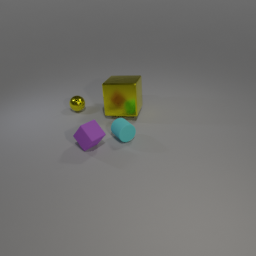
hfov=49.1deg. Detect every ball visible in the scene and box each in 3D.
[{"bbox_3d":[-2.223,-1.079,12.293,0.700,0.700,0.700,0,31,0],"label":"ball"}]

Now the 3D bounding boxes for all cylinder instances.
[{"bbox_3d":[-0.180,0.069,10.390,0.700,0.700,0.700,-17,31,-25],"label":"cylinder"}]

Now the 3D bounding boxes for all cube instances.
[{"bbox_3d":[-1.355,0.251,9.843,0.700,0.700,0.700,52,43,9],"label":"cube"},{"bbox_3d":[-0.194,-1.393,11.919,1.400,1.400,1.400,2,24,12],"label":"cube"}]
